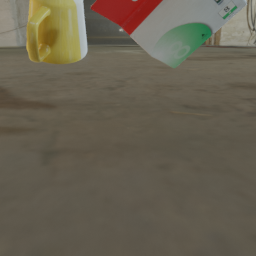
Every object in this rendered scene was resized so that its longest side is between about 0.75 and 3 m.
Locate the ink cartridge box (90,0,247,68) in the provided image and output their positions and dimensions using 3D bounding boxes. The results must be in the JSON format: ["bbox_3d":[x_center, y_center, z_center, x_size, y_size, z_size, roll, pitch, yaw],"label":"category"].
[{"bbox_3d":[0.908,-2.401,5.548,2.599,2.091,0.651,8,50,-49],"label":"ink cartridge box"}]

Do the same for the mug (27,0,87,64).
[{"bbox_3d":[-2.081,-3.136,8.385,1.929,1.977,2.408,-6,46,-19],"label":"mug"}]
